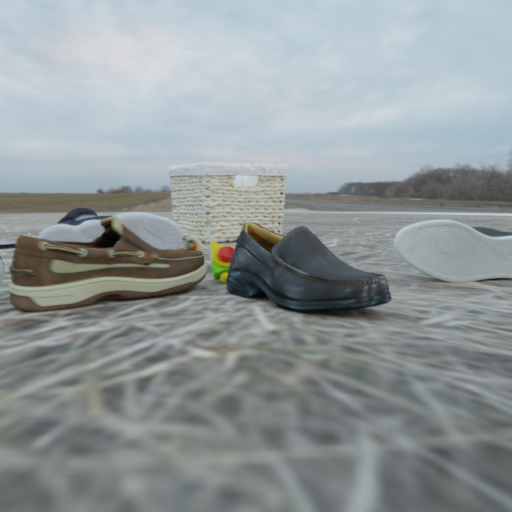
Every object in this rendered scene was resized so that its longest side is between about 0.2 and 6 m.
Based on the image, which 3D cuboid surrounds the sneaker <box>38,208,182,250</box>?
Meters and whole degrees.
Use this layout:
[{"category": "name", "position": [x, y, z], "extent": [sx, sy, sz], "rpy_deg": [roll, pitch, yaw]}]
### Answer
[{"category": "sneaker", "position": [-2.742, -0.459, 10.542], "extent": [2.554, 0.964, 1.454], "rpy_deg": [-5, 20, -16]}]

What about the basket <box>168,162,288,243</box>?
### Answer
[{"category": "basket", "position": [-0.857, -1.601, 16.531], "extent": [2.760, 2.240, 2.785], "rpy_deg": [-3, 6, -29]}]

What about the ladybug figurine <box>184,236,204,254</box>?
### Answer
[{"category": "ladybug figurine", "position": [-1.271, -0.175, 11.576], "extent": [0.219, 0.414, 0.610], "rpy_deg": [18, 17, -44]}]

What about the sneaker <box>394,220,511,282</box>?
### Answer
[{"category": "sneaker", "position": [3.108, -0.071, 8.729], "extent": [2.517, 0.890, 1.249], "rpy_deg": [4, 3, -14]}]

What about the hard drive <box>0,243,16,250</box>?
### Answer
[{"category": "hard drive", "position": [-6.362, -0.244, 13.641], "extent": [0.811, 0.133, 0.566], "rpy_deg": [3, 7, 29]}]

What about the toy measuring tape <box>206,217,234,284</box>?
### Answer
[{"category": "toy measuring tape", "position": [-0.467, -0.090, 8.347], "extent": [0.482, 0.482, 1.310], "rpy_deg": [-1, 46, -12]}]

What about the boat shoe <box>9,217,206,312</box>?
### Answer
[{"category": "boat shoe", "position": [-1.633, 0.004, 6.782], "extent": [0.953, 0.954, 2.580], "rpy_deg": [8, 12, 41]}]

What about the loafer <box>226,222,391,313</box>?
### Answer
[{"category": "loafer", "position": [0.472, 0.104, 6.450], "extent": [0.905, 0.899, 2.487], "rpy_deg": [-4, 8, -40]}]

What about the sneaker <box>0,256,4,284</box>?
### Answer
[{"category": "sneaker", "position": [-4.207, 0.239, 5.738], "extent": [2.965, 1.123, 1.142], "rpy_deg": [1, 32, -16]}]
